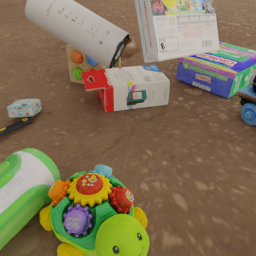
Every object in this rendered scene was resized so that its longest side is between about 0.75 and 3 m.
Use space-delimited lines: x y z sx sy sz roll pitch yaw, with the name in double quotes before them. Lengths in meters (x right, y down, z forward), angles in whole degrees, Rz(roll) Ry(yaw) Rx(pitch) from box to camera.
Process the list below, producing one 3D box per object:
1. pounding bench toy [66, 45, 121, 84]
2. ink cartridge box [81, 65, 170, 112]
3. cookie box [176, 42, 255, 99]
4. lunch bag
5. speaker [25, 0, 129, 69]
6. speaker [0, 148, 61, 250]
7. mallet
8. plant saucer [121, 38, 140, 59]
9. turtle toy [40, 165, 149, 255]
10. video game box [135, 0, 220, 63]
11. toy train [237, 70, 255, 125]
"pounding bench toy" -1.716 -2.708 10.987 2.348 1.459 1.831 13 36 19
"ink cartridge box" -0.133 -1.357 9.419 2.682 0.902 1.558 -8 34 -11
"cookie box" 3.646 -2.355 10.815 2.741 1.030 2.344 -29 44 -35
"lunch bag" -3.183 -0.623 8.588 0.839 0.403 1.046 -1 17 2
"speaker" -1.384 -2.790 7.696 2.720 1.105 1.105 30 37 0
"speaker" -2.442 1.540 4.696 1.278 1.278 2.889 16 37 22
"mallet" -3.525 0.295 7.372 0.842 0.526 2.558 24 37 33
"plant saucer" -0.838 -4.180 14.097 2.908 0.532 2.908 0 34 0
"turtle toy" -0.497 1.499 4.805 1.710 1.186 2.346 -20 38 -27
"video game box" 1.333 -3.087 7.353 2.641 2.406 0.618 -19 17 -37
"toy train" 4.401 -0.605 7.548 1.287 1.696 2.968 -19 38 -27
